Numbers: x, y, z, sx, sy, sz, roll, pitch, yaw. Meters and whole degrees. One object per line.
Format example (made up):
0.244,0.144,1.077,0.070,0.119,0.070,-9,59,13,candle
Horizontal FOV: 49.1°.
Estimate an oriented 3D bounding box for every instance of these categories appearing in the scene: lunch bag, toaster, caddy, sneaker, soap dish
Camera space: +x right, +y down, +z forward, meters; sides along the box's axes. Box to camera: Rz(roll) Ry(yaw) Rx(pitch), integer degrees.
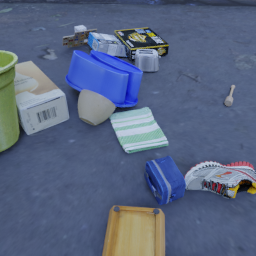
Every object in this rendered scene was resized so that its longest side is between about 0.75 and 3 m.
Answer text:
0.872,1.342,6.983,0.761,0.781,1.150,-14,43,-15,lunch bag
0.757,-2.899,12.068,1.267,0.818,0.720,3,39,4,toaster
-0.874,-1.685,10.083,2.887,1.515,2.041,30,27,24,caddy
2.344,1.322,7.019,1.984,0.772,0.815,-4,41,-4,sneaker
0.134,2.386,5.813,1.290,0.666,1.640,3,41,4,soap dish

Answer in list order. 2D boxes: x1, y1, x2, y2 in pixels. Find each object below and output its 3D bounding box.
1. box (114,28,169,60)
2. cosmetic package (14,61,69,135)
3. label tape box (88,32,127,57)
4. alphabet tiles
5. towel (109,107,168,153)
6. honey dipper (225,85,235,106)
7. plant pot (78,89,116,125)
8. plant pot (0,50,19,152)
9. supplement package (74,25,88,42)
0.602,-4.197,13.752,1.960,0.605,2.454,-10,40,-17,box
-3.439,-1.179,9.801,1.565,1.058,2.976,-26,46,-28,cosmetic package
-0.777,-3.891,13.125,1.864,0.616,1.336,-5,38,-27,label tape box
-2.370,-4.319,13.588,1.621,1.355,0.061,-16,83,-18,alphabet tiles
0.310,0.017,9.020,1.470,0.225,1.927,-11,41,-12,towel
3.886,-1.282,10.562,0.269,0.269,1.419,16,41,18,honey dipper
-1.134,-0.575,9.152,1.250,1.250,0.840,20,78,22,plant pot
-4.177,-0.627,7.798,2.624,2.412,2.624,-1,31,1,plant pot
-2.397,-4.749,14.308,0.479,0.801,0.485,-21,44,-24,supplement package
